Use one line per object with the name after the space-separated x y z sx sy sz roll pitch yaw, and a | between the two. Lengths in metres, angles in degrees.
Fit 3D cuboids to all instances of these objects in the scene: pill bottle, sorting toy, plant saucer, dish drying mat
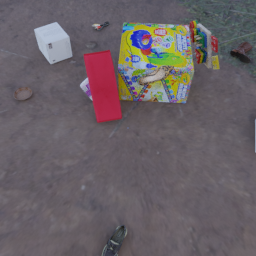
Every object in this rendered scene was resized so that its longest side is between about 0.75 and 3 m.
-1.149 -1.371 10.984 1.391 0.781 0.781 49 62 -7 | pill bottle
2.635 -2.928 10.163 0.452 1.288 2.672 -12 35 1 | sorting toy
-4.386 -1.411 11.741 0.765 0.140 0.765 0 53 1 | plant saucer
-0.889 -1.469 10.221 0.991 2.581 0.235 -10 23 0 | dish drying mat

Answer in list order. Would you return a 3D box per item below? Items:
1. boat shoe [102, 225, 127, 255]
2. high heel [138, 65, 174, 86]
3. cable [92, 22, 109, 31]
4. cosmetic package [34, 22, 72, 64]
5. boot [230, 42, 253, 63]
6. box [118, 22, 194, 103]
-0.413 3.319 7.987 0.454 0.402 1.241 18 55 13 | boat shoe
0.929 -1.772 9.516 0.873 1.225 0.437 -27 94 -51 | high heel
-1.358 -5.370 14.667 1.004 0.253 0.488 -27 57 -19 | cable
-3.454 -3.946 13.025 1.144 1.143 1.387 -27 58 -20 | cosmetic package
5.638 -3.622 13.303 1.204 0.387 1.122 -32 61 -27 | boot
1.092 -2.752 11.723 2.836 1.796 2.944 3 53 1 | box
